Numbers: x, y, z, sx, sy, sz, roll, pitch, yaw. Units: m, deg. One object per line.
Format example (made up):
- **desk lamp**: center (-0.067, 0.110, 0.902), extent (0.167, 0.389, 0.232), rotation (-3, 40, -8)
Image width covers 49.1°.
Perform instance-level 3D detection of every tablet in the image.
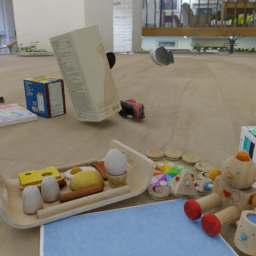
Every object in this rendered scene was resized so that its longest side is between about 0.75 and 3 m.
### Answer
- **tablet**: center (0.075, 1.694, 4.087), extent (2.619, 0.179, 1.704), rotation (-4, 19, -15)

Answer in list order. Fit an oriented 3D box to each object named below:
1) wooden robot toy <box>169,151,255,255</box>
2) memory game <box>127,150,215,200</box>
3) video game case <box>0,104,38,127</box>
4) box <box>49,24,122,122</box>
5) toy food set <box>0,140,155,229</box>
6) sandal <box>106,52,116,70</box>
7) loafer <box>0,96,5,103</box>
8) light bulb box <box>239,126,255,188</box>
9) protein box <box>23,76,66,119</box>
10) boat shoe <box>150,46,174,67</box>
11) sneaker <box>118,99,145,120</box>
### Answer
- **wooden robot toy**: center (1.664, 0.983, 4.294), extent (1.147, 1.182, 2.604), rotation (-5, 23, -35)
- **memory game**: center (0.867, 0.958, 6.285), extent (2.282, 0.145, 2.282), rotation (0, 19, 0)
- **video game case**: center (-4.583, -0.499, 10.454), extent (1.618, 0.197, 2.262), rotation (-14, 24, -36)
- **box**: center (-1.367, -1.749, 9.224), extent (1.371, 2.888, 1.123), rotation (8, 30, 46)
- **toy food set**: center (-1.109, 0.803, 5.406), extent (2.706, 0.817, 1.942), rotation (-10, 16, -25)
- **sandal**: center (-1.142, -2.560, 12.168), extent (0.642, 1.709, 0.409), rotation (41, 11, -18)
- **loafer**: center (-6.043, -1.301, 12.629), extent (0.954, 0.301, 0.343), rotation (1, 19, 4)
- **light bulb box**: center (3.321, 0.725, 5.496), extent (1.735, 1.092, 1.750), rotation (0, 19, -1)
- **protein box**: center (-3.190, -1.210, 10.754), extent (1.328, 1.338, 0.903), rotation (14, 23, 35)
- **boat shoe**: center (1.166, -2.528, 10.114), extent (0.596, 0.685, 1.859), rotation (-10, 9, 26)
- **sneaker**: center (0.051, -0.670, 10.304), extent (0.858, 0.621, 1.757), rotation (-6, 17, -17)
